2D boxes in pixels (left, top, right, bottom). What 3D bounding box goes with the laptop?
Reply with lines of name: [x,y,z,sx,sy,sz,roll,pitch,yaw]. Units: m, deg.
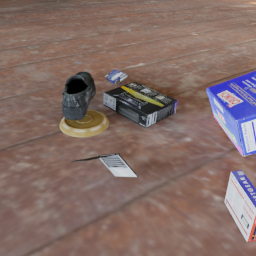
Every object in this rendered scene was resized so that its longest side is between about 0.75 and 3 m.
laptop: [-0.491,0.813,5.592,0.571,0.985,0.922,-48,17,-27]

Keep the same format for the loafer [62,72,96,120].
loafer: [-1.449,-1.200,8.423,0.877,0.907,2.583,1,33,0]

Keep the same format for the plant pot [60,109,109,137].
plant pot: [-1.276,-0.204,8.183,1.438,0.198,1.438,0,31,0]

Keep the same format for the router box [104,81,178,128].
router box: [0.365,-0.783,8.655,1.432,0.476,1.822,-26,43,-38]

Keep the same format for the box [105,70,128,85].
box: [-0.470,-1.983,10.820,0.552,0.148,0.911,-37,39,-14]

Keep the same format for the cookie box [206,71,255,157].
cookie box: [3.774,-0.699,7.068,2.882,1.083,2.465,-18,24,9]

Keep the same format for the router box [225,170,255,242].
router box: [2.076,1.372,4.990,0.226,0.832,0.927,-6,34,-6]
